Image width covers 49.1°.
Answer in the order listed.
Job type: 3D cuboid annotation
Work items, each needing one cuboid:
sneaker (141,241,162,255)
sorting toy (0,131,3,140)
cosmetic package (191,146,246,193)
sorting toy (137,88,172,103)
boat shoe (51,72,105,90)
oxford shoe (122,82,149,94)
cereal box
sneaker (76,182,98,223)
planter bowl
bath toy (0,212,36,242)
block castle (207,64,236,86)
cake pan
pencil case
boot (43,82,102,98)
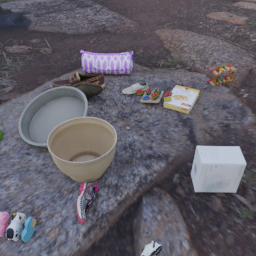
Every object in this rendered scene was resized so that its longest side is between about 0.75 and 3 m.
[{"bbox_3d":[0.498,3.243,7.228,0.812,0.299,0.325,-25,32,-33],"label":"sneaker"},{"bbox_3d":[-5.681,0.323,10.331,1.893,0.777,1.137,-23,44,-26],"label":"sorting toy"},{"bbox_3d":[2.764,1.295,8.712,1.326,1.322,0.815,0,39,0],"label":"cosmetic package"},{"bbox_3d":[1.129,-1.498,12.641,1.812,0.307,0.874,4,41,24],"label":"sorting toy"},{"bbox_3d":[-2.390,-2.279,13.372,2.571,0.925,0.928,-1,39,-1],"label":"boat shoe"},{"bbox_3d":[0.355,-1.931,13.388,1.347,0.389,0.506,-15,44,-15],"label":"oxford shoe"},{"bbox_3d":[2.445,-1.332,12.692,1.180,0.324,1.640,17,42,20],"label":"cereal box"},{"bbox_3d":[-1.225,2.149,8.296,0.519,0.560,1.389,3,39,0],"label":"sneaker"},{"bbox_3d":[-1.426,0.842,9.175,2.158,1.453,2.158,0,40,0],"label":"planter bowl"},{"bbox_3d":[-3.434,2.607,7.693,1.678,0.620,0.730,5,39,7],"label":"bath toy"},{"bbox_3d":[4.618,-2.650,13.902,1.281,0.856,0.601,-16,48,-18],"label":"block castle"},{"bbox_3d":[-2.800,-0.405,10.788,2.828,0.519,2.828,-9,53,12],"label":"cake pan"},{"bbox_3d":[-1.046,-3.407,14.560,2.751,1.176,1.154,0,40,1],"label":"pencil case"},{"bbox_3d":[-2.322,-1.181,12.277,2.636,0.985,1.278,-11,58,-11],"label":"boot"}]
